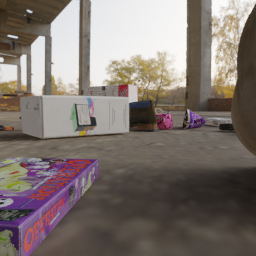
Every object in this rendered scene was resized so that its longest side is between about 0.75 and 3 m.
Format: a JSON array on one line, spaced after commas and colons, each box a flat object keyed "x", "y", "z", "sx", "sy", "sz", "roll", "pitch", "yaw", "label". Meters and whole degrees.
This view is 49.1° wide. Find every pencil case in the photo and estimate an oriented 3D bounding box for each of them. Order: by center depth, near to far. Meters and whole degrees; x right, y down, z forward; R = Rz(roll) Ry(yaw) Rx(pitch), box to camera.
[{"x": 0.914, "y": -0.289, "z": 10.429, "sx": 1.473, "sy": 0.668, "sz": 0.690, "roll": 0, "pitch": 2, "yaw": 38, "label": "pencil case"}]

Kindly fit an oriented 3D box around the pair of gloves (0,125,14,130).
[{"x": -4.771, "y": 0.006, "z": 9.688, "sx": 1.235, "sy": 0.171, "sz": 1.386, "roll": -2, "pitch": 8, "yaw": -43, "label": "pair of gloves"}]

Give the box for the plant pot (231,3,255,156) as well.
[{"x": 2.148, "y": -0.355, "z": 3.047, "sx": 2.378, "sy": 2.378, "sz": 2.064, "roll": 0, "pitch": -13, "yaw": 2, "label": "plant pot"}]

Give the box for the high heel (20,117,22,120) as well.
[{"x": -2.628, "y": -0.288, "z": 9.664, "sx": 1.935, "sy": 0.691, "sz": 1.379, "roll": 8, "pitch": -7, "yaw": -31, "label": "high heel"}]

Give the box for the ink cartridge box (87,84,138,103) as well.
[{"x": -0.874, "y": -1.380, "z": 15.768, "sx": 2.721, "sy": 1.970, "sz": 1.148, "roll": 2, "pitch": 5, "yaw": 30, "label": "ink cartridge box"}]

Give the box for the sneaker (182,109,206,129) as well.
[{"x": 2.563, "y": -0.316, "z": 10.703, "sx": 0.755, "sy": 0.729, "sz": 1.809, "roll": 14, "pitch": 12, "yaw": 21, "label": "sneaker"}]

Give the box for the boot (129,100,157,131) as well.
[{"x": -0.023, "y": -0.449, "z": 9.724, "sx": 2.168, "sy": 1.051, "sz": 0.810, "roll": 2, "pitch": 5, "yaw": 20, "label": "boot"}]

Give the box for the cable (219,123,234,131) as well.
[{"x": 3.907, "y": -0.140, "z": 8.661, "sx": 1.152, "sy": 0.597, "sz": 2.372, "roll": -2, "pitch": 5, "yaw": -20, "label": "cable"}]

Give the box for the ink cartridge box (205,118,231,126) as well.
[{"x": 4.213, "y": -0.267, "z": 12.348, "sx": 1.210, "sy": 0.307, "sz": 1.374, "roll": -1, "pitch": 5, "yaw": -6, "label": "ink cartridge box"}]

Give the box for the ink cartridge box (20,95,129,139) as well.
[{"x": -1.583, "y": -0.377, "z": 8.289, "sx": 2.659, "sy": 1.117, "sz": 1.926, "roll": -3, "pitch": 5, "yaw": -35, "label": "ink cartridge box"}]

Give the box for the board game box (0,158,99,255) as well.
[{"x": -0.974, "y": 0.526, "z": 2.374, "sx": 1.102, "sy": 0.297, "sz": 1.837, "roll": 5, "pitch": 5, "yaw": 6, "label": "board game box"}]

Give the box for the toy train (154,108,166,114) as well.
[{"x": 0.779, "y": -0.660, "z": 14.495, "sx": 2.192, "sy": 0.928, "sz": 1.269, "roll": -3, "pitch": -8, "yaw": -36, "label": "toy train"}]
